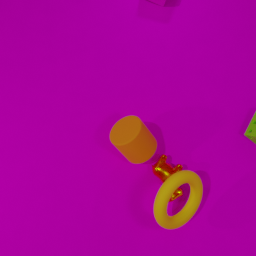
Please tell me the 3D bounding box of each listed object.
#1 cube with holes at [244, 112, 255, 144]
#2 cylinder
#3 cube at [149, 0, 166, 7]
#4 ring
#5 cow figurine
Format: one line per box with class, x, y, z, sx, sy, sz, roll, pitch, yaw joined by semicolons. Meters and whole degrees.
cube with holes;3.923;0.079;7.649;0.831;0.831;0.831;32;83;-26
cylinder;0.153;0.319;7.530;0.963;0.963;0.963;-21;44;21
cube;0.994;-4.638;8.983;0.850;0.850;0.850;22;77;-4
ring;1.254;1.758;6.847;1.536;1.536;0.307;-51;38;-11
cow figurine;1.061;1.421;7.675;1.115;0.612;1.097;32;75;9
